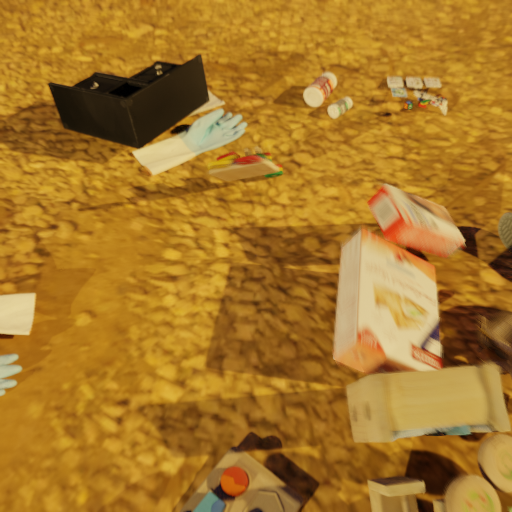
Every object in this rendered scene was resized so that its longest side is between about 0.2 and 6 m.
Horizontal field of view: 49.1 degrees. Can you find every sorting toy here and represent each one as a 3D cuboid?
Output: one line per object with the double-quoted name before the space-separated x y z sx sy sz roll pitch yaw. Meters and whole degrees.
"sorting toy" -0.008 3.609 7.552 1.877 0.251 1.398 30 55 24
"sorting toy" -0.275 -1.895 11.424 1.162 2.411 0.408 -9 88 16

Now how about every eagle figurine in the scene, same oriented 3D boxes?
"eagle figurine" 4.128 1.448 9.156 0.952 0.722 0.718 7 49 10

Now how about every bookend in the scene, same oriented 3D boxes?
"bookend" -2.963 -3.886 13.361 2.599 1.205 2.616 20 47 30

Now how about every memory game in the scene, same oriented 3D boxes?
"memory game" 3.656 3.698 6.599 3.347 0.213 3.347 6 68 -14

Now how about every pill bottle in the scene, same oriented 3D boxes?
"pill bottle" 2.115 -3.726 14.060 0.346 0.346 0.612 37 59 28
"pill bottle" 1.670 -4.297 14.439 0.545 0.545 0.954 24 53 20

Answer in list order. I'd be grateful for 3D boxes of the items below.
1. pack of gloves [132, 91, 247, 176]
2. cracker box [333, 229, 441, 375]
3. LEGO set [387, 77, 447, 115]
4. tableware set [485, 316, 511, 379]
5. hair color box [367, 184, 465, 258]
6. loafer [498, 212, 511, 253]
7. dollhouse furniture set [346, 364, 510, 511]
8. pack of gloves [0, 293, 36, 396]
"pack of gloves" -1.845 -3.297 13.538 2.897 0.572 2.434 -28 55 -23
"cracker box" 2.190 0.876 9.298 1.604 0.691 2.394 25 48 -15
"LEGO set" 4.153 -4.139 14.532 1.379 0.453 1.846 3 38 4
"tableware set" 4.845 1.425 8.848 2.693 0.540 1.780 -28 76 -29
"hair color box" 2.968 -0.632 10.375 1.721 0.550 0.955 14 43 -35
"loafer" 5.529 -0.169 10.729 0.675 0.729 1.938 -22 56 -33
"dollhouse furniture set" 2.340 2.835 7.609 1.687 1.677 2.394 -4 72 -4
"pack of gloves" -4.904 1.384 9.132 2.224 0.439 1.868 0 61 -7
